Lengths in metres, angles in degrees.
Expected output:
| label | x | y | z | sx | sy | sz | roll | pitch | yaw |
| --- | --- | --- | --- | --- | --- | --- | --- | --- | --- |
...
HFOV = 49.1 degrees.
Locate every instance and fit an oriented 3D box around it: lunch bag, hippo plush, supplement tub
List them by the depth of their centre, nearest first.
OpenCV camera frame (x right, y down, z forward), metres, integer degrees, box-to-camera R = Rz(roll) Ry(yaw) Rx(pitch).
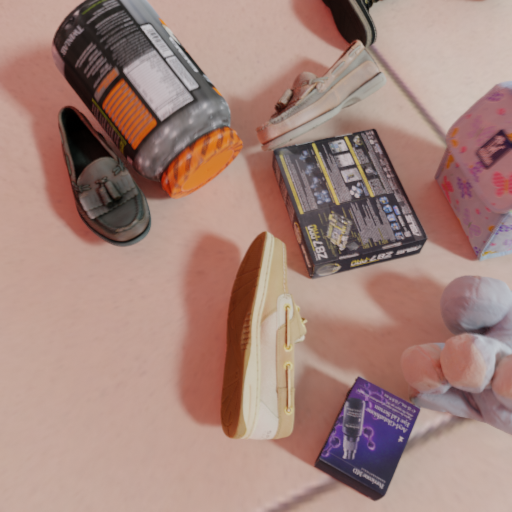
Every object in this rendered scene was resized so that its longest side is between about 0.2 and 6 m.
| label | x | y | z | sx | sy | sz | roll | pitch | yaw |
| --- | --- | --- | --- | --- | --- | --- | --- | --- | --- |
| hippo plush | 3.233 | 1.117 | 7.185 | 2.448 | 1.950 | 1.968 | 20 | 64 | 11 |
| lunch bag | 3.689 | -1.259 | 8.358 | 1.365 | 2.147 | 1.821 | -12 | 61 | -7 |
| supplement tub | -1.673 | -2.516 | 8.968 | 1.844 | 1.844 | 3.010 | -36 | 87 | -18 |

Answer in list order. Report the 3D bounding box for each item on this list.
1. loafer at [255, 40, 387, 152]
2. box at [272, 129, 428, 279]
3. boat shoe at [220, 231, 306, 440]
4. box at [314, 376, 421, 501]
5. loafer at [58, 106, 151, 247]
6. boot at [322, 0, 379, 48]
| label | x | y | z | sx | sy | sz | roll | pitch | yaw |
| --- | --- | --- | --- | --- | --- | --- | --- | --- | --- |
| loafer | 1.004 | -2.754 | 9.489 | 3.094 | 1.112 | 0.973 | -36 | 105 | -34 |
| box | 1.442 | -0.907 | 9.087 | 1.859 | 0.566 | 2.307 | -13 | 62 | -9 |
| boat shoe | 0.185 | 1.092 | 7.801 | 1.001 | 1.066 | 2.893 | 15 | 68 | -20 |
| box | 1.432 | 2.363 | 7.263 | 0.916 | 0.646 | 1.238 | 25 | 64 | 12 |
| loafer | -2.567 | -1.317 | 8.846 | 1.038 | 0.908 | 2.888 | -29 | 54 | -11 |
| boot | 2.373 | -5.262 | 11.289 | 1.799 | 0.860 | 2.382 | -17 | 62 | -11 |
